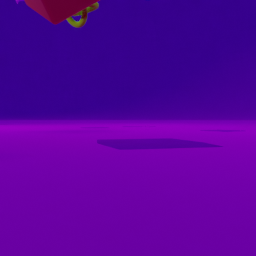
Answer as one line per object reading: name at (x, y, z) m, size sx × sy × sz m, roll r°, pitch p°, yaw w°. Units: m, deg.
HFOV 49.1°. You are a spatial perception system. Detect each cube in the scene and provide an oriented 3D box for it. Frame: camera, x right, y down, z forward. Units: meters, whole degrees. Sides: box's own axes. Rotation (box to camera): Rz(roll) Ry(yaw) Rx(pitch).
cube at (-0.693, -1.709, 2.733) m, size 0.876 × 0.876 × 0.876 m, roll -35°, pitch 47°, yaw -13°

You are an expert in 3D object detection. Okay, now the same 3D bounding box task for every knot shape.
knot shape at (-1.565, -4.010, 9.321) m, size 1.203 × 0.594 × 1.286 m, roll -10°, pitch -30°, yaw -4°

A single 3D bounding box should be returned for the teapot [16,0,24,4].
teapot at (-3.163, -4.152, 8.051) m, size 0.894 × 1.136 × 1.827 m, roll -35°, pitch 3°, yaw -10°
